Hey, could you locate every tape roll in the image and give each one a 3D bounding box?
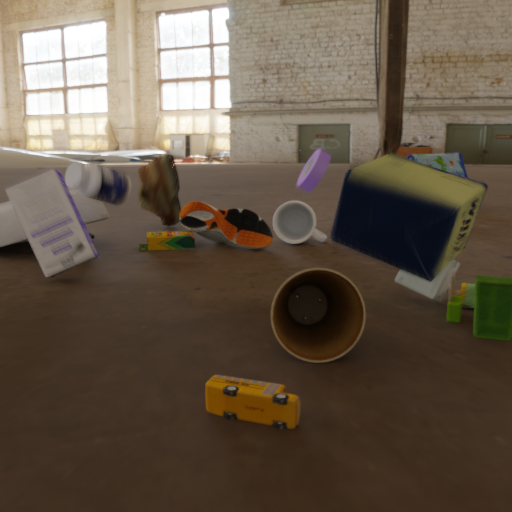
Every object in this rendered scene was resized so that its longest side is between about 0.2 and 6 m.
[{"bbox_3d":[1.379,-2.044,13.429,0.325,0.991,0.991,30,8,-10],"label":"tape roll"}]

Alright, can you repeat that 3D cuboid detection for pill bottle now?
[{"bbox_3d":[-2.958,-1.367,10.476,0.632,0.632,1.138,9,-2,35],"label":"pill bottle"}]

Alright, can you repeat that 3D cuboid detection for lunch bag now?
[{"bbox_3d":[5.630,-2.371,18.802,1.946,1.458,2.289,-3,-17,-13],"label":"lunch bag"}]

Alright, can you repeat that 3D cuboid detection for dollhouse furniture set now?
[{"bbox_3d":[2.944,0.437,7.165,0.923,0.713,1.846,5,13,20],"label":"dollhouse furniture set"}]

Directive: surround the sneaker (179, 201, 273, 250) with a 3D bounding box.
[{"bbox_3d":[-0.558,-0.583,11.979,2.083,0.788,0.958,19,-12,19],"label":"sneaker"}]

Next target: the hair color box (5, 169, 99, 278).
[{"bbox_3d":[-3.240,-0.508,8.953,0.835,1.528,0.495,-24,0,-6],"label":"hair color box"}]

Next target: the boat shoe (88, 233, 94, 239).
[{"bbox_3d":[-3.505,-0.265,10.875,0.796,0.620,1.754,-2,19,-10],"label":"boat shoe"}]

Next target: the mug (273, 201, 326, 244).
[{"bbox_3d":[0.999,-0.674,12.328,1.236,0.912,1.084,32,9,3],"label":"mug"}]

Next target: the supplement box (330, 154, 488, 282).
[{"bbox_3d":[2.005,-0.576,7.338,1.447,0.971,1.445,25,31,26],"label":"supplement box"}]

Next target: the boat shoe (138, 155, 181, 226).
[{"bbox_3d":[-2.369,-1.515,13.432,0.956,0.980,2.590,-13,-24,-12],"label":"boat shoe"}]

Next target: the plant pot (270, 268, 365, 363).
[{"bbox_3d":[0.628,0.603,6.208,0.969,0.969,1.039,0,0,0],"label":"plant pot"}]

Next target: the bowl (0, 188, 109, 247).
[{"bbox_3d":[-4.453,-0.800,11.502,2.243,0.837,2.240,-14,7,20],"label":"bowl"}]

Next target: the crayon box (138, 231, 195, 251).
[{"bbox_3d":[-1.890,-0.318,11.744,1.153,0.293,0.732,-3,12,-11],"label":"crayon box"}]

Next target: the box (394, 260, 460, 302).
[{"bbox_3d":[2.380,0.230,7.802,0.622,0.619,0.406,29,7,35],"label":"box"}]

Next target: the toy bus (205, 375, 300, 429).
[{"bbox_3d":[-0.025,1.204,4.648,0.806,0.262,0.316,4,12,20],"label":"toy bus"}]
